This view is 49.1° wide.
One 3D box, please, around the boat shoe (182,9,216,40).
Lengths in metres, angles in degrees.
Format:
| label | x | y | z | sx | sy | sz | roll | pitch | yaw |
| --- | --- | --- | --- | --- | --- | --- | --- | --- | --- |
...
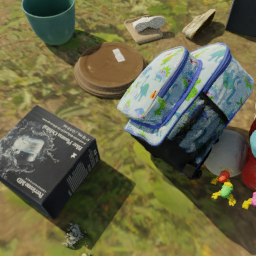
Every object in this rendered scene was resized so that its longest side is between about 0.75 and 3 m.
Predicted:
| label | x | y | z | sx | sy | sz | roll | pitch | yaw |
| --- | --- | --- | --- | --- | --- | --- | --- | --- | --- |
| boat shoe | 2.653 | -3.927 | 10.367 | 0.545 | 0.605 | 1.678 | 36 | 69 | 20 |

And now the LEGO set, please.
| label | x | y | z | sx | sy | sz | roll | pitch | yaw |
| --- | --- | --- | --- | --- | --- | --- | --- | --- | --- |
| LEGO set | -1.144 | 2.508 | 6.275 | 0.897 | 0.254 | 0.582 | 38 | 64 | 22 |

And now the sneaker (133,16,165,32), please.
| label | x | y | z | sx | sy | sz | roll | pitch | yaw |
| --- | --- | --- | --- | --- | --- | --- | --- | --- | --- |
| sneaker | 0.754 | -3.910 | 10.277 | 1.199 | 0.451 | 0.530 | -13 | 44 | -7 |

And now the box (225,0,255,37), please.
| label | x | y | z | sx | sy | sz | roll | pitch | yaw |
| --- | --- | --- | --- | --- | --- | --- | --- | --- | --- |
| box | 4.734 | -5.087 | 10.226 | 1.464 | 2.077 | 2.807 | 17 | 57 | 12 |

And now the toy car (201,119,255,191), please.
| label | x | y | z | sx | sy | sz | roll | pitch | yaw |
| --- | --- | --- | --- | --- | --- | --- | --- | --- | --- |
| toy car | 2.764 | 0.465 | 6.867 | 2.446 | 2.255 | 2.164 | 5 | 51 | 37 |

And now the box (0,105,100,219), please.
| label | x | y | z | sx | sy | sz | roll | pitch | yaw |
| --- | --- | --- | --- | --- | --- | --- | --- | --- | --- |
| box | -2.043 | 0.781 | 6.891 | 1.931 | 1.153 | 1.964 | 28 | 62 | 18 |

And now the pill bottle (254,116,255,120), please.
| label | x | y | z | sx | sy | sz | roll | pitch | yaw |
| --- | --- | --- | --- | --- | --- | --- | --- | --- | --- |
| pill bottle | 4.344 | -0.841 | 7.966 | 1.103 | 1.103 | 1.961 | 27 | 65 | 17 |

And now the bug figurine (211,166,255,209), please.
| label | x | y | z | sx | sy | sz | roll | pitch | yaw |
| --- | --- | --- | --- | --- | --- | --- | --- | --- | --- |
| bug figurine | 2.243 | 1.181 | 5.412 | 1.297 | 0.334 | 1.006 | 15 | 25 | 26 |

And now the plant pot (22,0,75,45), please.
| label | x | y | z | sx | sy | sz | roll | pitch | yaw |
| --- | --- | --- | --- | --- | --- | --- | --- | --- | --- |
| plant pot | -2.628 | -3.778 | 9.773 | 1.730 | 1.389 | 1.730 | 0 | 56 | 0 |

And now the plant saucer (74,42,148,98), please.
| label | x | y | z | sx | sy | sz | roll | pitch | yaw |
| --- | --- | --- | --- | --- | --- | --- | --- | --- | --- |
| plant saucer | -0.563 | -2.033 | 9.242 | 2.490 | 0.367 | 2.490 | 0 | 55 | 0 |

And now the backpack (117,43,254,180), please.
| label | x | y | z | sx | sy | sz | roll | pitch | yaw |
| --- | --- | --- | --- | --- | --- | --- | --- | --- | --- |
| backpack | 1.240 | -0.676 | 6.378 | 2.009 | 2.502 | 2.734 | 43 | 85 | -19 |

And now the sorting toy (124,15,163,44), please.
| label | x | y | z | sx | sy | sz | roll | pitch | yaw |
| --- | --- | --- | --- | --- | --- | --- | --- | --- | --- |
| sorting toy | 0.576 | -3.652 | 10.421 | 1.107 | 0.218 | 1.196 | -19 | 63 | -12 |
